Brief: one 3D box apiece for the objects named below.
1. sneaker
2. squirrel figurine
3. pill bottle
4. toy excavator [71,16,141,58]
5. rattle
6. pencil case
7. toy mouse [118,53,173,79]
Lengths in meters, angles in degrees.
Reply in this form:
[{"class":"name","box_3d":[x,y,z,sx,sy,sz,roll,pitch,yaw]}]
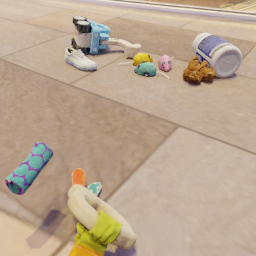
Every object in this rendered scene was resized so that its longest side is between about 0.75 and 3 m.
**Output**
[{"class":"sneaker","box_3d":[-1.976,-2.798,11.263,1.767,0.625,0.645,25,43,31]},{"class":"squirrel figurine","box_3d":[2.591,-1.964,10.194,1.068,0.756,0.997,-39,60,-23]},{"class":"pill bottle","box_3d":[3.379,-2.925,10.942,1.217,1.217,2.103,-8,36,-10]},{"class":"toy excavator","box_3d":[-1.014,-3.938,12.466,2.674,1.336,2.600,-3,36,-20]},{"class":"rattle","box_3d":[-0.862,1.784,5.138,1.330,1.459,2.043,17,7,-40]},{"class":"pencil case","box_3d":[-1.614,0.641,4.581,0.402,0.371,0.871,25,51,10]},{"class":"toy mouse","box_3d":[1.050,-2.505,11.011,2.292,0.444,2.037,-15,38,-19]}]
